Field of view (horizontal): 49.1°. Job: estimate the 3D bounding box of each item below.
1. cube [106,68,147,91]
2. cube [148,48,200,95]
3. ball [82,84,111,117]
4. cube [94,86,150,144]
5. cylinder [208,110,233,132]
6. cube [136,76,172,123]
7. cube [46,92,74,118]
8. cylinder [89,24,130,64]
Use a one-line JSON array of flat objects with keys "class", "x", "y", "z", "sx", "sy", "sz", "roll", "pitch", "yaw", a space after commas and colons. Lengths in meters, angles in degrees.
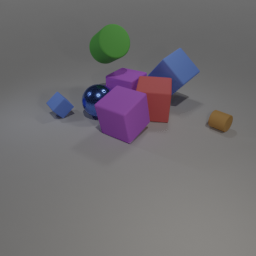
[{"class": "cube", "x": -0.067, "y": -1.851, "z": 13.048, "sx": 1.400, "sy": 1.400, "sz": 1.400, "roll": 17, "pitch": 35, "yaw": 27}, {"class": "cube", "x": 2.053, "y": -2.454, "z": 12.654, "sx": 1.400, "sy": 1.400, "sz": 1.400, "roll": -39, "pitch": 89, "yaw": -34}, {"class": "ball", "x": -1.252, "y": -1.156, "z": 11.881, "sx": 1.400, "sy": 1.400, "sz": 1.400, "roll": 0, "pitch": 31, "yaw": 0}, {"class": "cube", "x": -0.177, "y": -0.532, "z": 10.532, "sx": 1.400, "sy": 1.400, "sz": 1.400, "roll": 21, "pitch": 50, "yaw": 31}, {"class": "cylinder", "x": 3.658, "y": -0.282, "z": 11.078, "sx": 0.700, "sy": 0.700, "sz": 0.700, "roll": 27, "pitch": 40, "yaw": 37}, {"class": "cube", "x": 1.073, "y": -1.227, "z": 11.811, "sx": 1.400, "sy": 1.400, "sz": 1.400, "roll": 5, "pitch": 37, "yaw": 6}, {"class": "cube", "x": -2.886, "y": -0.977, "z": 11.919, "sx": 0.700, "sy": 0.700, "sz": 0.700, "roll": -47, "pitch": 52, "yaw": -1}, {"class": "cylinder", "x": -0.813, "y": -3.588, "z": 12.097, "sx": 1.400, "sy": 1.400, "sz": 1.400, "roll": -14, "pitch": 8, "yaw": -23}]
